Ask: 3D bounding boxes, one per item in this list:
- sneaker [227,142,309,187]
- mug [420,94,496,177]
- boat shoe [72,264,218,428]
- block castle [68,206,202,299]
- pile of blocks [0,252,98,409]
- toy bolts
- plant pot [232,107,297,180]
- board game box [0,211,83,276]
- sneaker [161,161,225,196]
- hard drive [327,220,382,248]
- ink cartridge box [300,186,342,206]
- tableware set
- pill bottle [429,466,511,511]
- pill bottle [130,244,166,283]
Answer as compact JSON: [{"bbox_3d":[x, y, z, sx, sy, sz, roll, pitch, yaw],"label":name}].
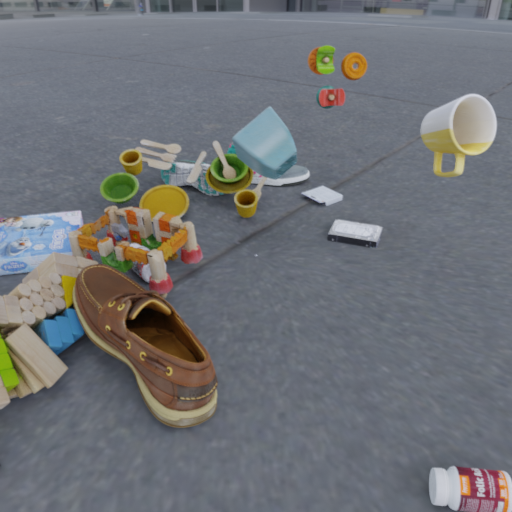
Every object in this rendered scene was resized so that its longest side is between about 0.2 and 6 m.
[{"bbox_3d":[0.273,-2.641,14.668,2.286,1.380,0.956,4,30,6],"label":"sneaker"},{"bbox_3d":[3.451,-2.190,10.043,1.286,1.030,1.055,-53,22,-11],"label":"mug"},{"bbox_3d":[-1.636,0.988,8.234,1.188,1.115,3.301,-17,43,-38],"label":"boat shoe"},{"bbox_3d":[-2.284,-0.076,10.664,2.235,1.048,1.493,12,36,24],"label":"block castle"},{"bbox_3d":[-3.645,1.307,8.430,1.243,1.642,3.999,-36,7,25],"label":"pile of blocks"},{"bbox_3d":[1.930,-4.394,13.904,1.385,1.450,1.006,0,16,-9],"label":"toy bolts"},{"bbox_3d":[0.267,-2.105,11.104,0.992,0.989,1.010,-41,77,-6],"label":"plant pot"},{"bbox_3d":[-4.598,-0.294,11.606,1.880,0.410,1.889,-6,31,-13],"label":"board game box"},{"bbox_3d":[-1.394,-2.137,14.468,2.085,0.809,0.951,17,29,23],"label":"sneaker"},{"bbox_3d":[2.153,-0.487,12.162,1.069,0.202,0.747,12,33,17],"label":"hard drive"},{"bbox_3d":[1.614,-1.465,13.876,0.758,0.154,0.757,-20,36,-30],"label":"ink cartridge box"},{"bbox_3d":[-1.649,-1.756,13.155,3.693,0.567,2.488,16,57,11],"label":"tableware set"},{"bbox_3d":[2.453,2.685,6.437,0.835,0.477,0.477,3,30,5],"label":"pill bottle"},{"bbox_3d":[-2.174,0.120,10.803,0.516,0.516,0.891,-22,36,-33],"label":"pill bottle"}]
